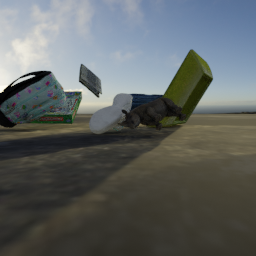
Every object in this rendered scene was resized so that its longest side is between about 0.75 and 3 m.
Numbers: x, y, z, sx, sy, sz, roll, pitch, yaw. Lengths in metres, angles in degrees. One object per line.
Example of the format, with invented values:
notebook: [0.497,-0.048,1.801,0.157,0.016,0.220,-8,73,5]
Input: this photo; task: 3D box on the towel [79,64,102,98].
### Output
towel: [-1.510,-1.944,11.440,0.214,1.242,1.195,-30,-49,25]

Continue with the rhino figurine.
rhino figurine: [0.476,-0.286,6.326,1.729,0.517,0.756,-18,39,-32]

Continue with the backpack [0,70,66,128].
backpack: [-2.675,-0.811,7.695,1.839,1.164,1.534,-29,26,-2]

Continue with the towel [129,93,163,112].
towel: [0.777,-0.689,10.001,1.969,1.099,0.478,1,44,-4]

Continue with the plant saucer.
plant saucer: [1.919,-1.048,9.250,0.629,2.627,2.623,36,17,19]

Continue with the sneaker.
sneaker: [-0.328,-0.186,6.780,0.636,0.748,1.690,15,36,22]

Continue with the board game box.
board game box: [-2.548,-0.769,9.704,1.619,0.350,2.407,1,25,-2]
